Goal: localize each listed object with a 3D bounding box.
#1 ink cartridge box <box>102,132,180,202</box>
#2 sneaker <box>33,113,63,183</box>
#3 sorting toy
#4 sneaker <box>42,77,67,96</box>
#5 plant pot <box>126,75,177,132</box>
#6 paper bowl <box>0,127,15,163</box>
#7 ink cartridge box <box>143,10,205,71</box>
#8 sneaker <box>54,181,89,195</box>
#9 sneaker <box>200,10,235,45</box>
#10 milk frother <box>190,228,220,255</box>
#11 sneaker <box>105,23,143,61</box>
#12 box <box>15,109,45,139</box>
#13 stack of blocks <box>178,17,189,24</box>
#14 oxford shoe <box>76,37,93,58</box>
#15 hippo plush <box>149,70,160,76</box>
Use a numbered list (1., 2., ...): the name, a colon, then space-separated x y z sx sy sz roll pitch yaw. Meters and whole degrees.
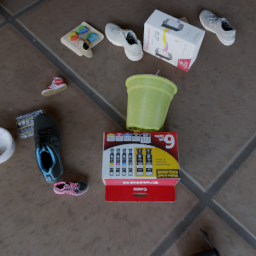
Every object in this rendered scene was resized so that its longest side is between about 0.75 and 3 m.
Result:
1. ink cartridge box: 0.425 1.323 9.512 2.518 1.056 2.210 -1 66 0
2. sneaker: -2.786 0.565 9.768 0.946 1.058 2.583 -15 71 -7
3. sorting toy: -2.048 -4.043 12.519 1.369 0.270 1.479 38 71 17
4. sneaker: -3.059 -1.707 11.349 1.026 0.366 0.577 -23 70 -19
5. plant pot: 0.699 -0.719 10.212 1.930 1.930 1.775 10 77 5
6. paper bowl: -4.723 0.676 9.994 1.313 0.683 1.313 3 61 -5
7. ink cartridge box: 1.808 -3.566 11.533 2.224 1.641 0.952 28 67 14
8. sneaker: -1.951 1.988 9.478 1.204 0.574 0.476 -2 63 -3
9. sneaker: 4.080 -4.683 12.500 0.774 0.849 2.071 -34 69 -15
10. milk frother: 2.115 3.860 8.531 1.160 1.113 1.233 -15 22 -7
11. sneaker: -0.147 -3.975 12.056 0.863 1.049 2.280 -39 70 -17
12. box: -3.645 -0.167 10.671 1.088 0.267 0.877 -20 65 -9
13. stack of blocks: 2.465 -4.354 12.612 0.719 0.366 1.249 -18 66 -8
14. oxford shoe: -1.740 -3.257 11.655 0.435 1.164 0.410 39 88 29
15. hippo plush: 1.040 -1.599 11.177 0.943 0.934 1.173 50 30 2
